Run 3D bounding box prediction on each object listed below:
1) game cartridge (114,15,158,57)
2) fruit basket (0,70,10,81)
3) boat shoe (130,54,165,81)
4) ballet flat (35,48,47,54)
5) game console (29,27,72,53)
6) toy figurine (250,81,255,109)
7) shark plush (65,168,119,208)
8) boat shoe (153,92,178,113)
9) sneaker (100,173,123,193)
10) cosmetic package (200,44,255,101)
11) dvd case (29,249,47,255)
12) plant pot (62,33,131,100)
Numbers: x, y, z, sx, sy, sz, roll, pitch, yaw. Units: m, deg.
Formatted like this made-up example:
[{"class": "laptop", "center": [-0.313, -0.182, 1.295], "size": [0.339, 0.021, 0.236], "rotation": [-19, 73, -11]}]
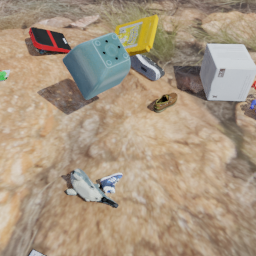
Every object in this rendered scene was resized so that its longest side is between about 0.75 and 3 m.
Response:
[{"class": "game cartridge", "center": [0.192, -3.697, 11.460], "size": [1.973, 0.320, 1.739], "rotation": [-4, 62, 35]}, {"class": "fruit basket", "center": [-6.000, -2.503, 13.195], "size": [0.819, 0.414, 0.884], "rotation": [-11, 30, -11]}, {"class": "boat shoe", "center": [0.897, -3.067, 13.450], "size": [0.745, 0.787, 2.250], "rotation": [-24, 50, -32]}, {"class": "ballet flat", "center": [-4.754, -4.377, 14.988], "size": [0.516, 0.516, 1.435], "rotation": [-17, 46, -17]}, {"class": "game console", "center": [-4.200, -4.718, 15.081], "size": [1.955, 0.343, 2.211], "rotation": [3, 40, -33]}, {"class": "toy figurine", "center": [5.842, -0.661, 11.069], "size": [2.597, 1.370, 1.556], "rotation": [31, 81, 29]}, {"class": "shark plush", "center": [-1.048, 1.793, 8.588], "size": [1.845, 0.838, 0.768], "rotation": [18, 16, 23]}, {"class": "boat shoe", "center": [1.628, -1.154, 11.654], "size": [0.517, 0.489, 1.438], "rotation": [30, 52, 27]}, {"class": "sneaker", "center": [-0.445, 1.783, 8.823], "size": [0.783, 0.315, 0.573], "rotation": [-13, 58, -24]}, {"class": "cosmetic package", "center": [4.216, -2.411, 12.089], "size": [1.674, 1.673, 2.029], "rotation": [1, 45, 0]}, {"class": "dvd case", "center": [-2.284, 3.508, 7.179], "size": [0.768, 0.067, 0.548], "rotation": [17, 47, 17]}, {"class": "plant pot", "center": [-0.919, -2.280, 9.591], "size": [1.709, 1.745, 1.713], "rotation": [-32, 92, -31]}]
